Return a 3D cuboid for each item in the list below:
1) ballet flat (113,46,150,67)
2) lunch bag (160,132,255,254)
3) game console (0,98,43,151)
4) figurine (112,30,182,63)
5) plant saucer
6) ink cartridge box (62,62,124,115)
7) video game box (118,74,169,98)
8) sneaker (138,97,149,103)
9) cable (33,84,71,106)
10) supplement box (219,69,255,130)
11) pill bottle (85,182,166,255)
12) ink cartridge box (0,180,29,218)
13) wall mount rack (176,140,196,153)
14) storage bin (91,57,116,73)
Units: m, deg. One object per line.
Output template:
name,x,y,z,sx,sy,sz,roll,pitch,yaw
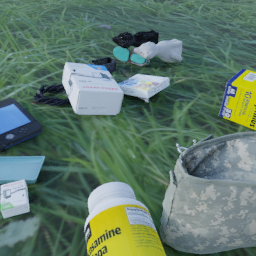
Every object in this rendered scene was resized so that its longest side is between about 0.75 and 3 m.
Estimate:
ballet flat,0.218,-3.606,14.290,2.162,0.778,0.778,27,44,31
lunch bag,2.099,1.384,5.910,2.898,2.376,1.704,-2,40,-10
game console,-4.603,-0.619,9.360,2.350,1.629,2.754,-28,46,-31
figurine,0.979,-4.033,13.883,2.686,1.185,2.753,-13,37,-40
plant saucer,-3.940,1.221,7.967,2.970,0.282,1.038,0,32,-1
ink cartridge box,-1.411,-1.551,10.828,1.728,1.014,2.360,-1,34,-26
video game box,0.603,-1.776,11.675,1.704,0.399,1.552,16,34,38
sneaker,0.610,-1.230,11.339,0.452,0.287,0.793,-3,26,2
cable,-2.921,-1.344,11.303,1.704,0.433,1.391,11,34,11
supplement box,4.836,-0.824,9.756,2.689,1.464,1.473,26,44,31
pill bottle,-0.075,2.352,5.498,1.430,1.430,2.543,-9,38,-12
ink cartridge box,-2.898,1.791,7.162,0.618,0.357,0.849,-12,38,-16
wall mount rack,1.997,0.758,8.270,1.339,0.499,1.164,30,27,34
storage bin,-1.175,-2.987,13.492,1.082,0.507,0.731,-18,40,-23
